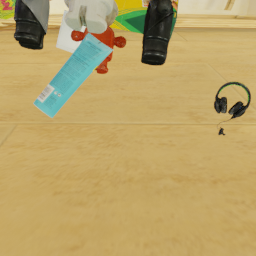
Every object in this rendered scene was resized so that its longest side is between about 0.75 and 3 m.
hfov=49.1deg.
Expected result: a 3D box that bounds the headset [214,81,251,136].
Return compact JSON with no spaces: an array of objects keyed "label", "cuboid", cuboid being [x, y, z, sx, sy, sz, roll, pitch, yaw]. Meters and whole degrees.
[{"label":"headset","cuboid":[2.096,-0.397,5.807,0.686,1.111,0.522,20,26,17]}]

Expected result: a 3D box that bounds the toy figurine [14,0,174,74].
[{"label":"toy figurine","cuboid":[-0.467,-1.850,4.250,2.140,1.489,2.107,2,-7,44]}]

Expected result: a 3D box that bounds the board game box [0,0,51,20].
[{"label":"board game box","cuboid":[-3.245,-4.045,8.495,1.713,0.870,0.408,-18,15,10]}]

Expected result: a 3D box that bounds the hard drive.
[{"label":"hard drive","cuboid":[-2.130,-3.618,10.638,0.926,1.404,0.187,20,19,2]}]

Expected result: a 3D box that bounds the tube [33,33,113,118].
[{"label":"tube","cuboid":[-0.723,-0.675,3.597,0.458,1.182,0.298,38,-4,13]}]

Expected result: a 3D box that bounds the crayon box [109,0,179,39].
[{"label":"crayon box","cuboid":[0.478,-4.567,10.010,2.548,0.861,2.953,12,51,-1]}]
